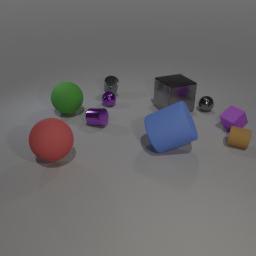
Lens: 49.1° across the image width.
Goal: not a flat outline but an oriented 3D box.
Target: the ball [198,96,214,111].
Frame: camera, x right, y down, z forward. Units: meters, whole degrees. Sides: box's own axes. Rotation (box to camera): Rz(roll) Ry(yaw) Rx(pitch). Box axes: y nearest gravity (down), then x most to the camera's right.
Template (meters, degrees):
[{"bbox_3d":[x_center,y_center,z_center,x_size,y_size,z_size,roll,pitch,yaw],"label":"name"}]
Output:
[{"bbox_3d":[3.553,-1.107,12.722,0.700,0.700,0.700,0,29,0],"label":"ball"}]

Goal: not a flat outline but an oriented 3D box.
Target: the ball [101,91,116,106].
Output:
[{"bbox_3d":[-0.901,-1.377,13.216,0.700,0.700,0.700,0,29,0],"label":"ball"}]

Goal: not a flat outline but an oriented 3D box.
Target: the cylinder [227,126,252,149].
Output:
[{"bbox_3d":[4.011,0.338,10.118,0.700,0.700,0.700,14,32,19],"label":"cylinder"}]

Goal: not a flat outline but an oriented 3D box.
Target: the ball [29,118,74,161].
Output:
[{"bbox_3d":[-2.460,0.373,9.024,1.400,1.400,1.400,0,29,0],"label":"ball"}]

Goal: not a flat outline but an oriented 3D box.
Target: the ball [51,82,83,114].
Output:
[{"bbox_3d":[-2.654,-1.321,12.241,1.400,1.400,1.400,0,29,0],"label":"ball"}]

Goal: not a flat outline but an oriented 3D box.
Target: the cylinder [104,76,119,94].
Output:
[{"bbox_3d":[-0.841,-2.122,13.945,0.700,0.700,0.700,4,60,-7],"label":"cylinder"}]

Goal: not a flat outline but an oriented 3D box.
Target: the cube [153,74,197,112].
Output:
[{"bbox_3d":[2.104,-1.525,12.757,1.400,1.400,1.400,-12,31,-19],"label":"cube"}]

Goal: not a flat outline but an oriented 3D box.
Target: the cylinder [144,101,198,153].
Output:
[{"bbox_3d":[1.483,-0.024,9.612,1.400,1.400,1.400,-22,23,20],"label":"cylinder"}]

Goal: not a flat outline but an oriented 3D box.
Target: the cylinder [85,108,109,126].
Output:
[{"bbox_3d":[-1.261,-0.463,11.474,0.700,0.700,0.700,3,27,28],"label":"cylinder"}]

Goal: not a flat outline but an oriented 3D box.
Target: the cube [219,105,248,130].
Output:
[{"bbox_3d":[4.201,-0.342,11.119,0.700,0.700,0.700,-42,40,-6],"label":"cube"}]
